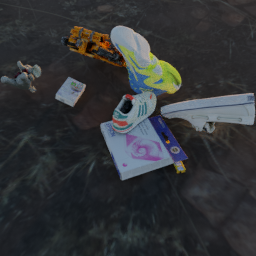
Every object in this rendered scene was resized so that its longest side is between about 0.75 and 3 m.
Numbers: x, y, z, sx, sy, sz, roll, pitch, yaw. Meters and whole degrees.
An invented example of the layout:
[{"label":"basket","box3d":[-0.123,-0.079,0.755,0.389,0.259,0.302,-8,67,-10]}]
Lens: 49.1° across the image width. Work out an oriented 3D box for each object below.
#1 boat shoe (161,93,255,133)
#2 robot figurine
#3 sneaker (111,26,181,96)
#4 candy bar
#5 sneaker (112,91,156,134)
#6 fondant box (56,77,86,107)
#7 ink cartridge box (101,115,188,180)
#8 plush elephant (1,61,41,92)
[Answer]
[{"label":"boat shoe","box3d":[2.211,-0.348,8.168,2.896,1.011,1.027,-4,6,41]},{"label":"robot figurine","box3d":[-0.979,-2.823,9.901,2.154,0.865,2.972,21,11,17]},{"label":"sneaker","box3d":[0.299,-1.865,9.001,2.906,1.526,1.100,37,47,-25]},{"label":"candy bar","box3d":[1.324,0.808,8.158,0.305,0.136,1.224,-11,48,-13]},{"label":"sneaker","box3d":[0.247,-0.693,8.381,0.692,0.919,1.966,30,53,26]},{"label":"fondant box","box3d":[-1.984,-1.262,9.739,0.681,0.275,0.944,26,54,-1]},{"label":"ink cartridge box","box3d":[0.423,0.367,8.269,2.034,0.441,1.997,-17,47,-11]},{"label":"plush elephant","box3d":[-3.576,-1.858,9.686,0.977,1.186,0.919,-9,72,21]}]
